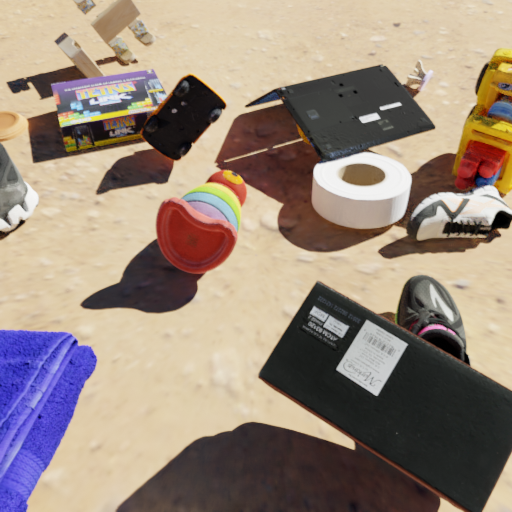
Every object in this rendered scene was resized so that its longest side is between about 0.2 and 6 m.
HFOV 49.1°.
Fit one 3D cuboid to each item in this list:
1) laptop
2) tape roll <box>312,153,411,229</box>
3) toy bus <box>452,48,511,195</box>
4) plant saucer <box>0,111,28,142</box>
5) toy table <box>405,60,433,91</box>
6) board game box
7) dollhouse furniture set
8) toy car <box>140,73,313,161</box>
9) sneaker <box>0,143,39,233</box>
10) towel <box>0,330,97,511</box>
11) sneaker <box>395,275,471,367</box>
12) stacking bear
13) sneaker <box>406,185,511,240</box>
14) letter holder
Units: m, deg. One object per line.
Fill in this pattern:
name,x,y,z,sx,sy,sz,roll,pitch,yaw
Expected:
laptop,1.495,-2.702,10.812,2.462,1.434,2.778,-19,63,-20
tape roll,1.712,-1.107,9.189,1.586,0.555,1.586,-1,37,1
toy bus,4.003,-2.046,9.292,1.407,2.073,1.990,29,59,27
plant saucer,-5.095,-2.604,11.142,1.028,0.192,1.028,0,44,0
toy table,3.576,-3.920,12.275,0.395,0.620,0.675,33,35,10
board game box,-2.866,-2.968,11.218,2.164,0.614,1.789,-15,47,-15
dollhouse furniture set,-3.402,-4.994,12.613,1.934,1.777,1.259,-42,52,-2
toy car,-0.410,-2.287,10.367,3.208,1.573,1.067,18,30,-19
sneaker,-4.562,-0.456,7.838,1.187,1.616,3.572,14,46,16
towel,-3.215,1.828,5.593,2.359,0.791,3.194,6,32,4
sneaker,2.188,1.061,6.686,0.915,0.999,2.385,4,44,4
stacking bear,-0.669,-0.677,8.528,1.160,1.086,1.910,26,36,0
sneaker,3.187,-0.585,8.672,1.848,0.681,0.739,-17,48,-16
letter holder,1.275,1.421,5.619,2.170,1.543,1.091,30,77,16
